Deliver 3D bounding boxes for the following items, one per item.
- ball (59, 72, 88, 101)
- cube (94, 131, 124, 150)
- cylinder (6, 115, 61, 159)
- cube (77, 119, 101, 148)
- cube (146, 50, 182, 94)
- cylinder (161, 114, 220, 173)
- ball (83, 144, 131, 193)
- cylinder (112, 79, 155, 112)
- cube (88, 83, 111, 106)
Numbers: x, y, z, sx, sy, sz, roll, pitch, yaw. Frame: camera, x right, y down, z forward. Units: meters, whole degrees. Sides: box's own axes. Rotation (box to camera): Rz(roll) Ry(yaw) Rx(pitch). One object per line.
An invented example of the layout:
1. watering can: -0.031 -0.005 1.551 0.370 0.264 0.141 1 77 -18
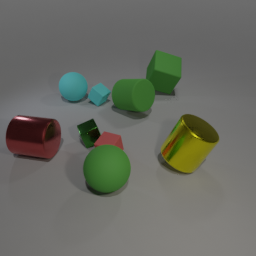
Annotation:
1. ball: -2.686 -2.033 13.767 1.400 1.400 1.400 0 31 0
2. cube: -0.651 0.653 9.755 0.700 0.700 0.700 13 46 25
3. cylinder: -3.284 0.300 9.869 1.400 1.400 1.400 6 32 11
4. cube: -1.434 0.196 10.584 0.700 0.700 0.700 -25 35 -7
5. cube: 1.782 -2.807 14.176 1.400 1.400 1.400 15 56 -10
6. cylinder: 1.994 0.497 9.134 1.400 1.400 1.400 21 32 -14
7. ball: -0.616 1.186 8.251 1.400 1.400 1.400 0 31 0
8. cylinder: 0.231 -1.463 12.380 1.400 1.400 1.400 -26 24 -37
9. cube: -1.385 -1.619 13.500 0.700 0.700 0.700 41 42 7
